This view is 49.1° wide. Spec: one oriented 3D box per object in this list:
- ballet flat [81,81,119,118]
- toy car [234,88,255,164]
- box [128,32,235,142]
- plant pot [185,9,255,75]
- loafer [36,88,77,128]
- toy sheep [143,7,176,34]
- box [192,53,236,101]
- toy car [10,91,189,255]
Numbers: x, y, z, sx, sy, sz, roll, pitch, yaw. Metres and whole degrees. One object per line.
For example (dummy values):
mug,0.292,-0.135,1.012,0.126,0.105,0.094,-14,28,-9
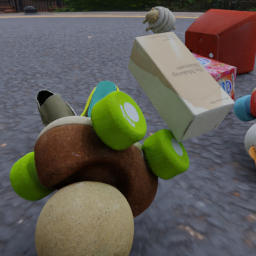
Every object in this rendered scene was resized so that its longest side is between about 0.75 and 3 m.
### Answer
ballet flat,-0.902,0.061,7.025,0.935,0.938,2.800,19,59,7
toy car,3.491,0.222,6.468,2.187,1.935,2.016,-61,14,-20
box,0.761,-0.704,4.456,0.815,0.667,1.717,-18,59,-25
plant pot,4.161,-3.829,13.161,2.411,2.734,2.736,-29,38,-30
loafer,-1.691,-0.275,6.425,0.854,0.791,2.270,-40,38,-11
toy sheep,0.918,-2.946,7.777,1.141,0.787,0.787,1,20,-45
box,2.374,-1.693,10.005,1.320,1.378,2.764,-19,31,-18
toy car,-0.361,1.302,3.705,2.206,2.119,2.686,-33,42,27
